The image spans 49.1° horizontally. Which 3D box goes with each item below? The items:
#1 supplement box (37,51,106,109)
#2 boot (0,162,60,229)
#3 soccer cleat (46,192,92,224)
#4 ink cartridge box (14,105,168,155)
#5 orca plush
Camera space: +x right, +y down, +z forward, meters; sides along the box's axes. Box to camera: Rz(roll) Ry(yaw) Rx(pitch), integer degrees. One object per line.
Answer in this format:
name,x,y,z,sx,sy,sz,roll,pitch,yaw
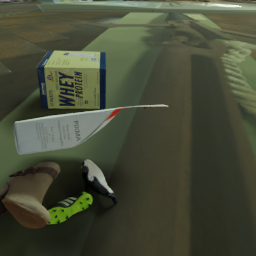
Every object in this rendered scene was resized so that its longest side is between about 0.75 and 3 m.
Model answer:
supplement box,-1.807,-1.711,9.645,2.087,1.402,2.089,0,29,-5
boot,-1.707,1.116,5.167,1.754,0.616,1.282,0,31,33
soccer cleat,-1.161,1.476,5.209,1.024,0.346,0.415,-16,16,-30
ink cartridge box,-0.587,-0.063,5.808,2.708,0.640,2.167,-6,5,3
orca plush,-0.662,1.166,5.749,1.237,0.440,0.651,39,13,31
